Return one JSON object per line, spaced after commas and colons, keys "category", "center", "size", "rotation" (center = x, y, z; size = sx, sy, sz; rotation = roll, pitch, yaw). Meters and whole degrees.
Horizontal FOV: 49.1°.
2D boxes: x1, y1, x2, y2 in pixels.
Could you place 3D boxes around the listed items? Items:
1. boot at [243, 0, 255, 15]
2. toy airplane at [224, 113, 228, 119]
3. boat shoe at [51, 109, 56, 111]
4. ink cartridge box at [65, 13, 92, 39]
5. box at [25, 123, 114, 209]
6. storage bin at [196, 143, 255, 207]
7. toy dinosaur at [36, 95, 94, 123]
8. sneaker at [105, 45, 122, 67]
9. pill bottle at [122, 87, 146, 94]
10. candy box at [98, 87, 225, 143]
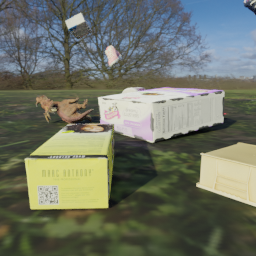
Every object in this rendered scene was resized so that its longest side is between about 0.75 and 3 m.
{"category": "boot", "center": [3.255, -2.873, 6.623], "size": [0.836, 0.673, 1.850], "rotation": [30, 22, -1]}
{"category": "toy airplane", "center": [3.126, -0.407, 10.859], "size": [1.469, 0.270, 1.469], "rotation": [-1, 10, 0]}
{"category": "boat shoe", "center": [-3.709, -1.014, 14.352], "size": [0.911, 0.296, 0.329], "rotation": [2, 10, 10]}
{"category": "ink cartridge box", "center": [-2.002, -4.145, 11.459], "size": [0.736, 0.429, 1.018], "rotation": [-24, -9, 6]}
{"category": "box", "center": [-0.750, 0.437, 4.659], "size": [1.029, 0.685, 2.734], "rotation": [-1, 10, -2]}
{"category": "storage bin", "center": [1.800, 0.626, 4.041], "size": [1.124, 0.527, 1.116], "rotation": [-7, 13, -39]}
{"category": "toy dinosaur", "center": [-2.253, -0.566, 10.191], "size": [2.169, 0.931, 1.470], "rotation": [21, 27, 36]}
{"category": "sneaker", "center": [-0.673, -2.881, 11.159], "size": [0.478, 0.663, 1.269], "rotation": [-38, 16, 24]}
{"category": "pill bottle", "center": [0.525, -1.743, 16.075], "size": [1.183, 1.183, 2.106], "rotation": [4, 10, 25]}
{"category": "candy box", "center": [1.005, -0.556, 8.656], "size": [2.999, 1.073, 2.515], "rotation": [-13, 16, -35]}
